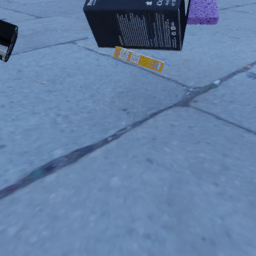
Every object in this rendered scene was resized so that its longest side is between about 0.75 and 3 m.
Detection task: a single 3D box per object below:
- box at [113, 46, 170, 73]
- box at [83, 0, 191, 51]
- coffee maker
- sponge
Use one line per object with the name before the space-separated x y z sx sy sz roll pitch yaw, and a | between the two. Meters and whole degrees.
box | 0.391 -1.773 7.349 1.464 0.304 0.872 21 16 1
box | 0.426 -3.717 8.030 2.543 1.603 2.587 6 66 17
coffee maker | -3.436 -2.448 6.861 1.358 1.304 0.915 18 7 -23
sponge | 2.180 -4.433 9.232 1.370 0.366 2.456 1 65 0
